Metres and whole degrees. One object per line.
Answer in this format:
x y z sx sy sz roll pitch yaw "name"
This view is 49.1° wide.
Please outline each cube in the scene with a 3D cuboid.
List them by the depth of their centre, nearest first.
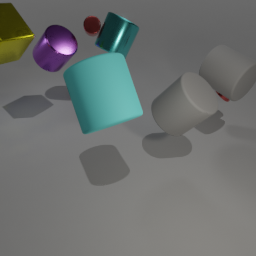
-4.282 -3.084 9.284 1.400 1.400 1.400 54 38 -2 "cube"

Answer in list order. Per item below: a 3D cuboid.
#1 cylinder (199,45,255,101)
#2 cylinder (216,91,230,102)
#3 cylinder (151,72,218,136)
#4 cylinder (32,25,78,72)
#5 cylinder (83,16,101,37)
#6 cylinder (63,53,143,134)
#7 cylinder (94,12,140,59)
3.337 -1.821 9.277 1.400 1.400 1.400 -24 51 -31 "cylinder"
3.847 -1.480 10.744 0.700 0.700 0.700 30 31 -21 "cylinder"
1.636 -0.672 8.201 1.400 1.400 1.400 20 52 -27 "cylinder"
-2.987 -3.225 11.463 1.400 1.400 1.400 -28 7 47 "cylinder"
-1.466 -4.168 11.493 0.700 0.700 0.700 -4 10 -6 "cylinder"
-0.541 -0.729 6.167 1.400 1.400 1.400 -19 0 0 "cylinder"
-0.449 -3.703 11.317 1.400 1.400 1.400 25 14 -7 "cylinder"
